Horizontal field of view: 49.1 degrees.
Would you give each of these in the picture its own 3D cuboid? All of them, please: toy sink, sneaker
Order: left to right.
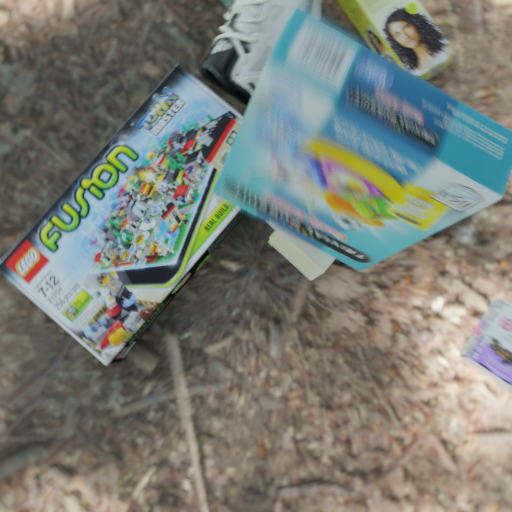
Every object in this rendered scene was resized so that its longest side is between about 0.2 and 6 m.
[{"bbox_3d":[0.009,-3.283,7.452,1.186,3.144,1.809,29,62,34],"label":"sneaker"},{"bbox_3d":[0.688,-0.367,8.321,1.227,0.687,0.800,42,71,0],"label":"toy sink"}]

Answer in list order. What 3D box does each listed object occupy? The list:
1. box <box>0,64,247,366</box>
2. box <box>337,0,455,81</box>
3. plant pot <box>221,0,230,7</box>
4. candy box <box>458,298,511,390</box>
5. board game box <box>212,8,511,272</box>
[{"bbox_3d":[-1.634,-0.618,8.414,2.214,0.699,4.024,39,85,4],"label":"box"},{"bbox_3d":[2.086,-3.795,8.875,0.869,0.578,2.308,-34,83,-4],"label":"box"},{"bbox_3d":[-0.101,-4.454,8.551,1.535,1.535,1.442,-22,102,-3],"label":"plant pot"},{"bbox_3d":[3.699,1.305,8.320,0.886,0.378,1.056,34,81,4],"label":"candy box"},{"bbox_3d":[0.927,-0.976,6.463,2.416,3.201,0.751,28,72,-5],"label":"board game box"}]
